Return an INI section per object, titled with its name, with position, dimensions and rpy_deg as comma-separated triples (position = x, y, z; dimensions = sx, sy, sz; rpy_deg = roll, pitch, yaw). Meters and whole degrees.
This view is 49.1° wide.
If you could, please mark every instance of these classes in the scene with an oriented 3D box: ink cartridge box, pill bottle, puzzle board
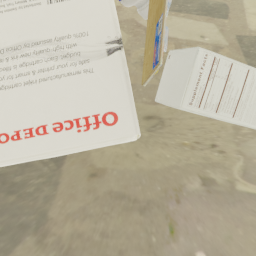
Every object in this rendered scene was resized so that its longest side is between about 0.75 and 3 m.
[ink cartridge box]
position = -1.121, -1.040, 4.001
dimensions = 2.117, 1.222, 2.910
rpy_deg = -11, 85, 1
[pill bottle]
position = -0.005, -4.368, 7.782
dimensions = 2.582, 1.447, 1.447
rpy_deg = 41, 40, -21
[puzzle board]
position = 0.687, -2.412, 6.508
dimensions = 0.221, 1.912, 2.537
rpy_deg = 6, 85, -7

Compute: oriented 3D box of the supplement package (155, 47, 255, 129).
[supplement package]
position = 0.889, -0.395, 2.879
dimensions = 0.994, 0.583, 0.581
rpy_deg = 13, 8, -20
